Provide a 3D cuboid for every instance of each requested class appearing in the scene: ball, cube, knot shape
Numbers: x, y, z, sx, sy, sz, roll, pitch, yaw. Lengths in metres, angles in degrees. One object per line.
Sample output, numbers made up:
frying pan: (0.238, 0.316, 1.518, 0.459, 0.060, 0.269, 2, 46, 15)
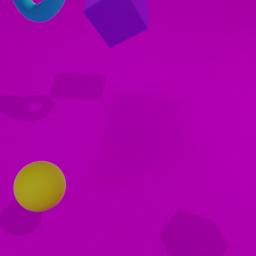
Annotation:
ball: (-1.321, 0.874, 4.223, 0.745, 0.745, 0.745, 0, 52, 0)
cube: (-0.206, -2.527, 5.923, 0.981, 0.981, 0.981, -19, 45, 26)
knot shape: (-1.341, -2.659, 4.309, 1.923, 1.800, 0.889, -3, 58, 17)
